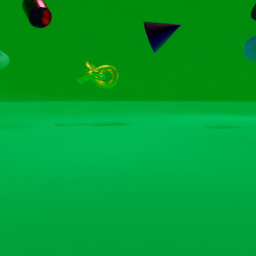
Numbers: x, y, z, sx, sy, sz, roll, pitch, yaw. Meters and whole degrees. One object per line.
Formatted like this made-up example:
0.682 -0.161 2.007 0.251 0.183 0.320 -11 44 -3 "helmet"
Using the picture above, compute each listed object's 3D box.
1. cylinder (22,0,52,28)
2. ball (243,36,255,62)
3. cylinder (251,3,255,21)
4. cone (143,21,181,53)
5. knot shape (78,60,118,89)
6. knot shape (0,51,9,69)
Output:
-3.105 -3.981 9.578 0.805 0.805 0.805 -24 -28 -14 "cylinder"
4.433 -2.720 9.622 0.887 0.887 0.887 0 6 0 "ball"
4.943 -3.979 9.697 0.932 0.932 0.932 21 -2 -21 "cylinder"
1.375 -3.582 10.372 1.250 1.245 1.245 -18 1 16 "cone"
-1.046 -1.940 10.288 1.390 0.687 1.486 13 31 2 "knot shape"
-4.265 -2.363 7.553 1.928 0.891 1.804 26 -23 35 "knot shape"
